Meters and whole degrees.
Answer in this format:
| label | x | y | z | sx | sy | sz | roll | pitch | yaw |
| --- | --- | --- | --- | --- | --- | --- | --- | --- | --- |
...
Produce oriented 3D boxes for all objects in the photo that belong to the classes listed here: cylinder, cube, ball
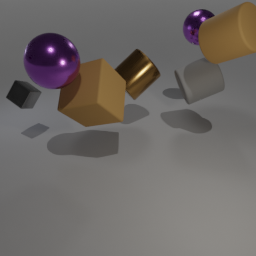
| label | x | y | z | sx | sy | sz | roll | pitch | yaw |
| --- | --- | --- | --- | --- | --- | --- | --- | --- | --- |
| cylinder | 0.285 | -2.036 | 10.721 | 1.400 | 1.400 | 1.400 | -43 | 35 | 3 |
| cube | -3.534 | -1.128 | 9.530 | 0.700 | 0.700 | 0.700 | 35 | 12 | 8 |
| cylinder | 2.618 | -1.766 | 10.359 | 1.400 | 1.400 | 1.400 | -22 | 29 | 7 |
| cube | -1.017 | -0.975 | 8.272 | 1.400 | 1.400 | 1.400 | -7 | 67 | 26 |
| ball | 2.952 | -4.108 | 11.462 | 1.400 | 1.400 | 1.400 | 0 | 29 | 0 |
| ball | -1.917 | -1.684 | 7.120 | 1.400 | 1.400 | 1.400 | 0 | 29 | 0 |
| cylinder | 3.065 | -2.756 | 8.295 | 1.400 | 1.400 | 1.400 | -23 | 10 | -36 |
